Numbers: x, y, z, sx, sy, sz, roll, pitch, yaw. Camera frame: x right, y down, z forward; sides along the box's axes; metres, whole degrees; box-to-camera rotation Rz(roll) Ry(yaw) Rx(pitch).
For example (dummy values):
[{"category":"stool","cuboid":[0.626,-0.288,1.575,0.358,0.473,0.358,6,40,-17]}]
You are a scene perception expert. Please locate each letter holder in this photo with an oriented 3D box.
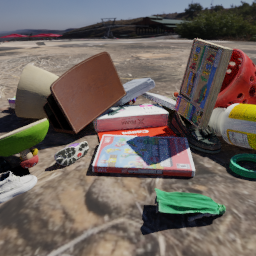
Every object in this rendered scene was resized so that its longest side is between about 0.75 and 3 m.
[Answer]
[{"category":"letter holder","cuboid":[-1.765,-1.429,10.513,1.432,2.024,2.848,6,39,46]}]

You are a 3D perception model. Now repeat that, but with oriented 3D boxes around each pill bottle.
[{"category":"pill bottle","cuboid":[4.015,-0.044,9.039,1.419,1.419,2.721,-17,19,-35]}]

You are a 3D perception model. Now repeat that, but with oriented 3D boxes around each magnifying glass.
[{"category":"magnifying glass","cuboid":[4.279,0.979,8.295,2.680,0.300,1.067,-5,23,-15]}]

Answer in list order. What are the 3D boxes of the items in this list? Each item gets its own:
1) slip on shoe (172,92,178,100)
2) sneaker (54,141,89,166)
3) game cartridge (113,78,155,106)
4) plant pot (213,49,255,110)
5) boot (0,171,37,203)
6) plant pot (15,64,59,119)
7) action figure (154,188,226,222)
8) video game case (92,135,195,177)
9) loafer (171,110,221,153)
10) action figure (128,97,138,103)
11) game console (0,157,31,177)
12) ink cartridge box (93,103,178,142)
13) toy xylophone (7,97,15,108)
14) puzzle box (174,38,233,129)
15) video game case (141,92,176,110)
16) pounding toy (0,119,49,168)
[{"category":"slip on shoe","cuboid":[2.581,-1.445,12.741,0.706,0.583,1.907,11,11,-14]},{"category":"sneaker","cuboid":[-1.791,0.794,8.651,0.564,0.545,1.351,-4,8,32]},{"category":"game cartridge","cuboid":[-0.070,-1.669,13.029,1.932,0.587,2.898,-25,13,-10]},{"category":"plant pot","cuboid":[4.075,-1.462,10.912,2.202,2.418,2.418,33,8,-26]},{"category":"boot","cuboid":[-2.841,1.339,6.990,0.461,0.599,1.254,14,26,31]},{"category":"plant pot","cuboid":[-3.163,-1.296,11.770,2.383,2.232,2.232,12,22,-6]},{"category":"action figure","cuboid":[1.406,1.741,6.248,1.591,0.435,0.940,7,21,-2]},{"category":"video game case","cuboid":[0.490,0.786,8.677,2.865,0.250,2.048,2,24,4]},{"category":"loafer","cuboid":[2.298,0.007,9.902,0.956,0.837,2.662,-9,24,-20]},{"category":"action figure","cuboid":[0.294,-1.601,14.523,0.439,0.346,1.340,1,20,9]},{"category":"game console","cuboid":[-3.462,1.160,8.008,0.846,0.173,1.434,-18,30,-39]},{"category":"ink cartridge box","cuboid":[0.178,-0.229,10.780,2.915,0.635,2.530,-5,22,-12]},{"category":"toy xylophone","cuboid":[-4.684,-1.414,13.704,1.651,0.567,2.255,3,23,5]},{"category":"puzzle box","cuboid":[2.374,-1.491,9.251,0.333,2.621,1.744,2,24,-22]},{"category":"video game case","cuboid":[2.087,-1.083,12.514,2.160,0.262,2.372,7,15,-35]},{"category":"pounding toy","cuboid":[-3.258,0.659,8.218,2.391,1.110,1.846,-20,9,18]}]
